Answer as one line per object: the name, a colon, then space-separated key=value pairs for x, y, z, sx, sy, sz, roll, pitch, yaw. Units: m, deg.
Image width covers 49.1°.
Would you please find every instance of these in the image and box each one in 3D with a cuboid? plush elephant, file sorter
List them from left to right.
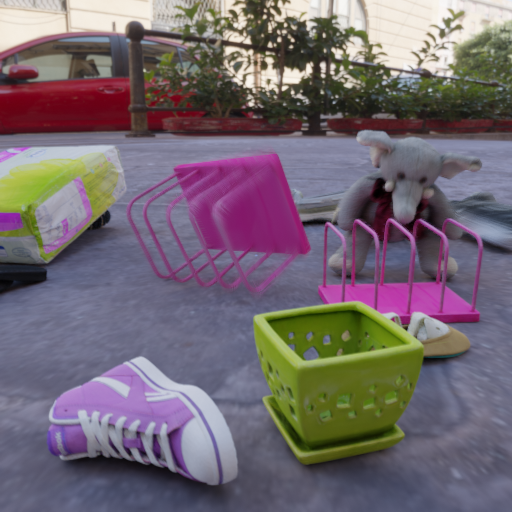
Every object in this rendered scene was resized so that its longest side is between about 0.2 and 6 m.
file sorter: x=-0.692 y=-0.466 z=8.926 sx=2.382 sy=1.655 sz=1.494 roll=3 pitch=34 yaw=45
file sorter: x=2.053 y=0.163 z=8.221 sx=2.022 sy=1.268 sz=1.405 roll=-1 pitch=16 yaw=-5
plush elephant: x=2.466 y=-1.020 z=9.299 sx=2.174 sy=2.639 sz=2.043 roll=9 pitch=-17 yaw=10

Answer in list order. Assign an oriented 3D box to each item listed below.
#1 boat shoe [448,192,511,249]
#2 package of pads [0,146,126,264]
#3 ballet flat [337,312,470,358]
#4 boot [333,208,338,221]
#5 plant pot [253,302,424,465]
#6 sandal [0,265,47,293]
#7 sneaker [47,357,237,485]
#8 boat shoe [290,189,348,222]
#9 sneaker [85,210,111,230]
boat shoe: x=4.967 y=-0.927 z=12.338 sx=0.973 sy=0.958 sz=2.701 roll=20 pitch=11 yaw=-24
package of pads: x=-4.826 y=-1.253 z=11.883 sx=3.030 sy=1.338 sz=3.922 roll=1 pitch=28 yaw=13
ballet flat: x=1.796 y=0.952 z=6.677 sx=1.784 sy=0.562 sz=0.612 roll=-5 pitch=14 yaw=-18
boot: x=2.670 y=-1.321 z=11.814 sx=2.273 sy=1.767 sz=0.828 roll=7 pitch=15 yaw=-40
plant pot: x=0.675 y=1.140 z=5.047 sx=1.178 sy=1.069 sz=1.172 roll=-5 pitch=17 yaw=-17
sandal: x=-4.282 y=0.438 z=8.929 sx=0.770 sy=0.490 sz=2.047 roll=11 pitch=6 yaw=36
sneaker: x=-1.042 y=1.508 z=4.608 sx=1.139 sy=0.724 sz=1.998 roll=-17 pitch=14 yaw=-34
boat shoe: x=1.395 y=-1.346 z=14.134 sx=2.867 sy=0.919 sz=1.057 roll=2 pitch=8 yaw=-1
sneaker: x=-4.442 y=-1.011 z=13.652 sx=1.775 sy=0.689 sz=0.766 roll=-1 pitch=11 yaw=-8
